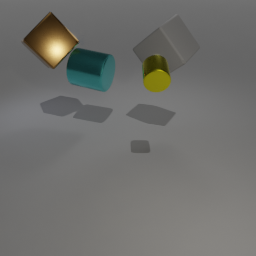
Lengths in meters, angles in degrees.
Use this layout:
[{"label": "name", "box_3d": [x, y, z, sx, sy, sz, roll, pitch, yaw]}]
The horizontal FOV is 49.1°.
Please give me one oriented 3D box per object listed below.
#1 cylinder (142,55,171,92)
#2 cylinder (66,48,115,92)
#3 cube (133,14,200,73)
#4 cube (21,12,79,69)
[{"label": "cylinder", "box_3d": [0.723, -1.396, 7.207, 0.700, 0.700, 0.700, 0, 46, -1]}, {"label": "cylinder", "box_3d": [-1.363, -2.175, 10.510, 1.400, 1.400, 1.400, 15, 31, 13]}, {"label": "cube", "box_3d": [1.320, -2.726, 9.583, 1.400, 1.400, 1.400, -26, 16, 47]}, {"label": "cube", "box_3d": [-2.912, -3.193, 10.393, 1.400, 1.400, 1.400, -48, 26, -5]}]
